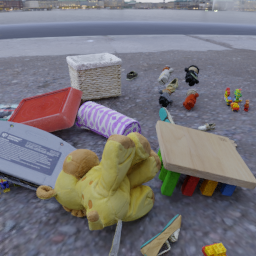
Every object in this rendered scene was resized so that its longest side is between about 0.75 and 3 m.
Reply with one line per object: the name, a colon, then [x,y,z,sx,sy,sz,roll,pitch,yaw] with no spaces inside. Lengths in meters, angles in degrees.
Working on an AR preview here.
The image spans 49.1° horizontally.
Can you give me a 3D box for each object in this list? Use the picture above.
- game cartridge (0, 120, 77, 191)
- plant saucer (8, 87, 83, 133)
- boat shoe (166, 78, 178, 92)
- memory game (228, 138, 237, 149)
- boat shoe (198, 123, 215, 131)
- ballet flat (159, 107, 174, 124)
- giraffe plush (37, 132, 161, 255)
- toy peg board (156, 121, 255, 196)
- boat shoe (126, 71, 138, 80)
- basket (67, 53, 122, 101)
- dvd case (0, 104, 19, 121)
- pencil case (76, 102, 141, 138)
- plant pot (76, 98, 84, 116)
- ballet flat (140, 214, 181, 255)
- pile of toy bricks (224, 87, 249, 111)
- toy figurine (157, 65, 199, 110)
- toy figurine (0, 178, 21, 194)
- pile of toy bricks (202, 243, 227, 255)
game cartridge: [-2.988,0.788,8.319,2.759,0.564,1.836,21,48,-5]
plant saucer: [-3.510,-0.715,11.471,2.987,0.548,2.982,-13,32,8]
boat shoe: [2.538,-2.443,16.024,0.548,0.473,1.502,14,30,25]
memory game: [3.453,0.591,10.501,1.212,0.077,1.212,0,26,0]
boat shoe: [3.253,-0.058,11.573,0.753,0.258,0.281,-8,28,-15]
ballet flat: [1.667,-0.298,11.680,0.429,0.464,1.375,22,36,-32]
giraffe plush: [-0.820,1.415,7.113,2.320,2.468,2.860,7,62,35]
toy peg board: [2.041,1.117,8.579,2.547,1.251,2.558,14,26,-7]
boat shoe: [0.289,-3.447,18.060,0.494,0.417,1.385,11,29,21]
basket: [-1.808,-2.784,14.907,2.471,1.987,2.448,-10,25,-20]
dvd case: [-5.697,-0.729,12.980,1.237,0.186,1.694,0,26,0]
pencil case: [-0.829,-0.141,10.791,2.829,1.187,1.209,22,64,40]
plant pot: [-2.690,-0.748,12.153,1.197,1.197,1.280,7,42,13]
ballet flat: [0.864,2.531,6.423,1.410,0.484,0.444,-27,65,-37]
pile of toy bricks: [5.375,-1.526,13.762,0.997,0.887,1.797,2,27,3]
toy figurine: [2.434,-2.008,13.509,1.981,2.012,1.400,4,39,18]
toy figurine: [-3.595,1.519,8.253,0.970,0.512,0.581,-16,26,-31]
pile of toy bricks: [1.837,2.846,4.676,1.492,1.327,2.689,-8,28,-15]
